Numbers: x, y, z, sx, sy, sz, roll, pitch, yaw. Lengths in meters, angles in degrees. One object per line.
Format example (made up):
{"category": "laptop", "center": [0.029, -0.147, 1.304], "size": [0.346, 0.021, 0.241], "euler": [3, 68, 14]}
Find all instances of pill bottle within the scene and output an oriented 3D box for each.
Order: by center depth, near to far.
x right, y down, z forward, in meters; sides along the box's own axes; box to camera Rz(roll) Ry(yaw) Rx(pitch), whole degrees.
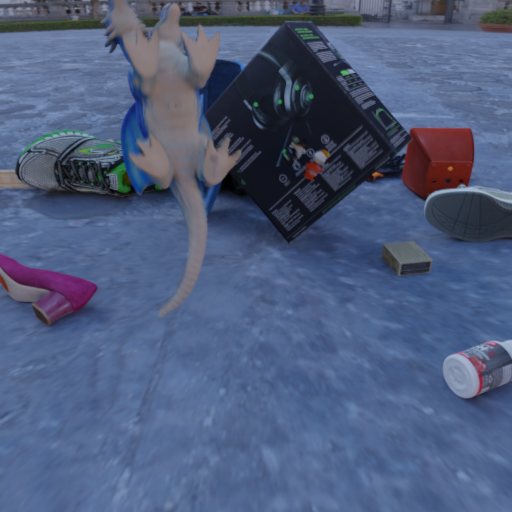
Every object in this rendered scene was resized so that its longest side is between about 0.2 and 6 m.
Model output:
{"category": "pill bottle", "center": [2.768, 1.322, 6.716], "size": [0.942, 0.521, 0.521], "euler": [-13, 30, -23]}

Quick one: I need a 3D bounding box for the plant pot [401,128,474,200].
{"category": "plant pot", "center": [4.022, -1.904, 12.173], "size": [1.354, 1.355, 1.194], "euler": [1, 37, 2]}

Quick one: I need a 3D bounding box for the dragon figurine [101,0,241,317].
{"category": "dragon figurine", "center": [-1.187, -1.658, 7.868], "size": [1.377, 4.678, 2.326], "euler": [-11, 4, -13]}

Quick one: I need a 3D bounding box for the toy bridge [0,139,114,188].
{"category": "toy bridge", "center": [-5.031, -2.046, 13.148], "size": [3.901, 0.531, 1.311], "euler": [-16, 33, -28]}

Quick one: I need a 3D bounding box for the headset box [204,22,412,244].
{"category": "headset box", "center": [0.697, -2.190, 9.716], "size": [2.912, 2.536, 1.351], "euler": [49, 33, 0]}

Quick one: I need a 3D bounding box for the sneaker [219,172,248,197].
{"category": "sneaker", "center": [0.038, -1.728, 12.298], "size": [2.543, 0.966, 1.154], "euler": [0, 34, 22]}

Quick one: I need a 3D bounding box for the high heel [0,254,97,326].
{"category": "high heel", "center": [-3.254, 0.339, 8.476], "size": [1.844, 0.622, 0.886], "euler": [35, 51, 26]}

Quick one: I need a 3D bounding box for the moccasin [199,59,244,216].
{"category": "moccasin", "center": [-1.060, -2.442, 11.513], "size": [1.127, 3.305, 1.330], "euler": [13, -16, -3]}

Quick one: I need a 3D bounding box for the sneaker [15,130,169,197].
{"category": "sneaker", "center": [-3.418, -1.958, 12.127], "size": [3.406, 1.329, 1.451], "euler": [-6, 28, -12]}

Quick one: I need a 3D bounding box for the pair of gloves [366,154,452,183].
{"category": "pair of gloves", "center": [3.675, -1.977, 13.278], "size": [2.178, 0.269, 1.941], "euler": [18, 34, 38]}

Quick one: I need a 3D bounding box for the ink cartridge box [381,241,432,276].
{"category": "ink cartridge box", "center": [2.527, 0.040, 9.436], "size": [0.591, 0.270, 0.718], "euler": [-4, 28, -10]}

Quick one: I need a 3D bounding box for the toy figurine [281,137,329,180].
{"category": "toy figurine", "center": [0.759, -1.500, 8.431], "size": [0.636, 0.442, 0.626], "euler": [33, 25, 6]}

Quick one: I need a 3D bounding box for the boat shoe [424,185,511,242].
{"category": "boat shoe", "center": [4.329, -0.822, 10.456], "size": [2.573, 0.948, 0.825], "euler": [2, 21, -5]}
